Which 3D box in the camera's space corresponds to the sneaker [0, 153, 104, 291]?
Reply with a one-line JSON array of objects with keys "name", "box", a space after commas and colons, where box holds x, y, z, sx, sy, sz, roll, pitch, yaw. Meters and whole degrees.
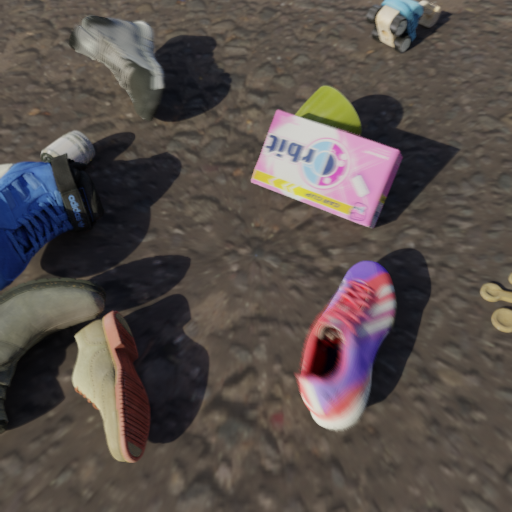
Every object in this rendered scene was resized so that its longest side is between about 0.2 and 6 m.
[{"name": "sneaker", "box": [-3.408, -0.635, 8.867, 1.810, 1.249, 3.254, -10, 32, -4]}]

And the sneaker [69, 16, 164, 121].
[{"name": "sneaker", "box": [-2.960, -3.960, 11.531, 1.727, 1.122, 2.990, 7, 45, -29]}]

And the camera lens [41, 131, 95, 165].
[{"name": "camera lens", "box": [-3.549, -1.877, 10.535, 0.669, 0.669, 0.836, 27, 54, 21]}]

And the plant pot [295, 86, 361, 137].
[{"name": "plant pot", "box": [1.107, -2.349, 10.724, 1.318, 1.234, 1.234, -39, 59, -10]}]

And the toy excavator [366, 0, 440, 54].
[{"name": "toy excavator", "box": [3.726, -5.780, 13.551, 1.835, 1.784, 0.916, -48, 60, -1]}]

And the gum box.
[{"name": "gum box", "box": [1.147, -1.516, 9.711, 2.347, 0.776, 1.332, 23, 97, 18]}]

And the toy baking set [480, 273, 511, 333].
[{"name": "toy baking set", "box": [4.786, 0.604, 8.684, 2.109, 0.320, 2.748, 34, 58, 25]}]

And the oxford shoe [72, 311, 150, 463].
[{"name": "oxford shoe", "box": [-1.982, 1.801, 7.519, 0.815, 0.781, 2.207, -24, 47, 2]}]

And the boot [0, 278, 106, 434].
[{"name": "boot", "box": [-3.449, 1.518, 7.647, 2.987, 1.011, 1.951, -14, 57, -3]}]

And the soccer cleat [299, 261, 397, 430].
[{"name": "soccer cleat", "box": [1.261, 0.944, 7.647, 0.927, 0.995, 2.719, -2, 45, 33]}]
